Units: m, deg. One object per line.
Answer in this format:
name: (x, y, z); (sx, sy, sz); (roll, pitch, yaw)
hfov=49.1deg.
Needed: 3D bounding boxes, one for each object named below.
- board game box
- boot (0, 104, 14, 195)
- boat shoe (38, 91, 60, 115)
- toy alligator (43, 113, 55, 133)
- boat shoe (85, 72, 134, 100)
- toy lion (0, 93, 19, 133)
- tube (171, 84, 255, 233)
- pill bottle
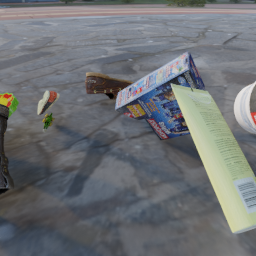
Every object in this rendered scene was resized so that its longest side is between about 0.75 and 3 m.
board game box: (0.845, -0.581, 6.746); (2.034, 2.035, 0.628); (-13, 48, 27)
boot: (-3.117, 0.602, 5.515); (2.137, 1.860, 0.740); (-17, -21, 24)
boat shoe: (-2.382, -0.713, 8.265); (0.357, 1.142, 0.407); (5, 59, -35)
toy alligator: (-2.269, -0.128, 7.822); (0.258, 0.187, 0.777); (36, 38, -23)
boat shoe: (-0.597, -1.376, 9.779); (2.191, 0.770, 0.771); (2, -4, -44)
toy lion: (-3.628, -0.319, 7.345); (1.495, 0.513, 1.433); (-13, 46, 15)
tube: (1.574, 0.366, 4.858); (0.703, 0.786, 2.708); (-21, 64, 7)
pill bottle: (3.820, -0.563, 6.349); (1.701, 1.701, 2.936); (-5, -1, -9)
